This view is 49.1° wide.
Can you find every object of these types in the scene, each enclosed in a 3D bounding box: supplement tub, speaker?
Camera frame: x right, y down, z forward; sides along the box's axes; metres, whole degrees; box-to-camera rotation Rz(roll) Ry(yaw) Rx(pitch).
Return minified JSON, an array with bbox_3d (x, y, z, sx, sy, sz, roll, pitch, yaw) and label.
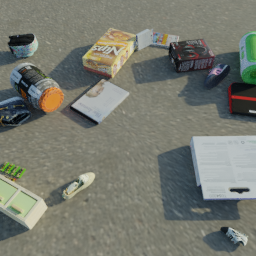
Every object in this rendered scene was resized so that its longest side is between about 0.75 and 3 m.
[{"bbox_3d":[-3.570,-1.576,11.032,2.079,1.274,1.274,37,61,27],"label":"supplement tub"},{"bbox_3d":[5.519,-3.092,12.319,1.176,1.176,2.660,9,53,7],"label":"speaker"}]

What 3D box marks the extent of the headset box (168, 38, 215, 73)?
[{"bbox_3d":[2.950,-3.324,12.754,1.888,0.708,1.403,-8,52,-6],"label":"headset box"}]

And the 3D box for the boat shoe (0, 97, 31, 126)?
[{"bbox_3d":[-4.765,-0.395,10.419,2.188,0.774,0.993,-28,55,-21],"label":"boat shoe"}]

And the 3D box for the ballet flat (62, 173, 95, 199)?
[{"bbox_3d":[-1.566,1.787,8.947,0.434,0.434,1.248,36,59,25],"label":"ballet flat"}]

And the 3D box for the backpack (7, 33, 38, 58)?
[{"bbox_3d":[-4.820,-3.876,13.054,1.205,0.907,1.070,-11,52,4],"label":"backpack"}]

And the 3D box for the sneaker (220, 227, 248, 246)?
[{"bbox_3d":[3.014,3.097,8.005,0.784,0.290,0.347,20,52,16],"label":"sneaker"}]

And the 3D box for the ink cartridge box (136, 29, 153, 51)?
[{"bbox_3d":[0.789,-4.214,13.256,0.895,0.878,0.194,-32,60,-15],"label":"ink cartridge box"}]

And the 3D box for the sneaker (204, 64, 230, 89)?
[{"bbox_3d":[3.687,-2.242,12.115,1.633,0.573,0.670,-35,40,-25],"label":"sneaker"}]

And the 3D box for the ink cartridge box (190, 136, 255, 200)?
[{"bbox_3d":[3.393,1.333,9.256,2.341,0.516,2.384,0,54,0],"label":"ink cartridge box"}]

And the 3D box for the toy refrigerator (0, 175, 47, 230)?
[{"bbox_3d":[-3.594,2.115,8.486,2.119,0.741,0.804,24,56,17],"label":"toy refrigerator"}]

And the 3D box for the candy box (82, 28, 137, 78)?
[{"bbox_3d":[-0.775,-3.500,12.881,1.486,0.712,2.575,21,54,17],"label":"candy box"}]

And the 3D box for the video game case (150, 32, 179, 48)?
[{"bbox_3d":[1.800,-4.376,13.958,1.350,0.118,0.965,13,53,9],"label":"video game case"}]

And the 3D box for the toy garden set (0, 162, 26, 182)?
[{"bbox_3d":[-3.954,1.493,9.341,0.811,0.162,0.676,17,54,13],"label":"toy garden set"}]

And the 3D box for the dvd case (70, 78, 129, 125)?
[{"bbox_3d":[-1.133,-1.134,11.383,1.476,0.182,2.070,30,58,21],"label":"dvd case"}]

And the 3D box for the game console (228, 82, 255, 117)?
[{"bbox_3d":[5.085,-1.111,11.343,1.937,0.301,1.713,7,57,6],"label":"game console"}]
